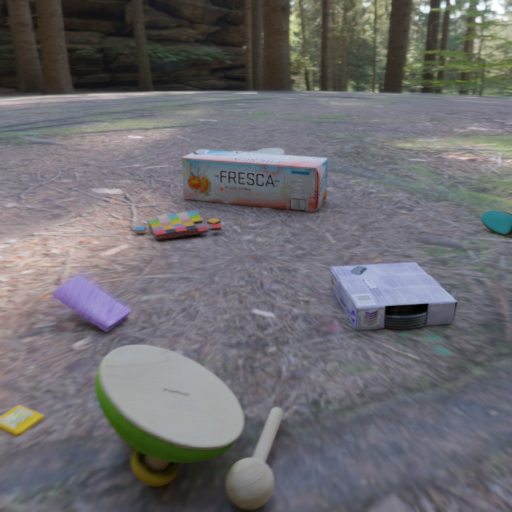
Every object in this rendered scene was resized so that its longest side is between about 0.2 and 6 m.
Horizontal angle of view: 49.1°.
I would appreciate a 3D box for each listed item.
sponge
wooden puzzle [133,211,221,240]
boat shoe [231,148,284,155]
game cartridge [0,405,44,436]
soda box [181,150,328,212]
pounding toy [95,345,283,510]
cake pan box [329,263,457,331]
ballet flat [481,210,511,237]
[{"bbox_3d":[-2.555,0.737,8.715,1.061,0.158,0.592,32,27,9],"label":"sponge"},{"bbox_3d":[-1.802,-0.716,12.821,1.983,0.139,1.176,-10,25,-17],"label":"wooden puzzle"},{"bbox_3d":[-0.292,-2.911,17.858,2.514,0.777,0.941,-5,36,9],"label":"boat shoe"},{"bbox_3d":[-2.734,1.895,6.453,0.421,0.068,0.371,9,23,26],"label":"game cartridge"},{"bbox_3d":[-0.036,-2.088,15.185,3.831,1.218,1.310,8,23,18],"label":"soda box"},{"bbox_3d":[-0.825,1.855,5.763,2.034,0.944,1.570,28,15,-2],"label":"pounding toy"},{"bbox_3d":[2.189,0.627,9.225,1.609,0.457,1.747,-5,21,-7],"label":"cake pan box"},{"bbox_3d":[5.844,-0.626,12.560,0.522,0.564,1.600,17,9,-41],"label":"ballet flat"}]
